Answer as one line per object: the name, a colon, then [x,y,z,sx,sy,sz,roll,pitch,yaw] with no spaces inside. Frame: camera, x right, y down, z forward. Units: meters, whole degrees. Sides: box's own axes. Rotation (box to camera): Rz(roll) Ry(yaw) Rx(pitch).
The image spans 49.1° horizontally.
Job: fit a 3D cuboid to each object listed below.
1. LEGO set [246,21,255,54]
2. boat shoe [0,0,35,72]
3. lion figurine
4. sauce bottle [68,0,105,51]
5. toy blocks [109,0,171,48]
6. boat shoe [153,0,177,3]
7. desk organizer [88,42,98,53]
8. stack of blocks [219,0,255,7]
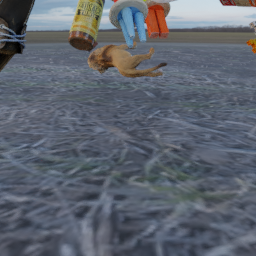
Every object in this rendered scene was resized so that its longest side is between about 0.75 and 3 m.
LEGO set: [3.154,-1.854,6.321,0.537,1.309,0.499,-38,4,-22]
boat shoe: [-2.558,-1.960,5.858,0.958,2.653,0.960,-9,62,-51]
lion figurine: [-0.134,-2.071,8.739,1.640,0.970,2.678,-18,26,-22]
sauce bottle: [-0.779,-2.419,5.680,0.554,1.678,0.554,9,-13,2]
toy blocks: [0.367,-3.129,7.472,1.002,2.760,2.300,-26,-27,35]
boat shoe: [1.147,-2.568,3.623,2.354,0.780,0.823,-37,44,-5]
desk organizer: [-1.509,-3.150,9.841,0.324,0.905,0.348,-30,19,46]
stack of blocks: [3.256,-3.405,6.126,2.830,0.829,1.630,21,5,38]
